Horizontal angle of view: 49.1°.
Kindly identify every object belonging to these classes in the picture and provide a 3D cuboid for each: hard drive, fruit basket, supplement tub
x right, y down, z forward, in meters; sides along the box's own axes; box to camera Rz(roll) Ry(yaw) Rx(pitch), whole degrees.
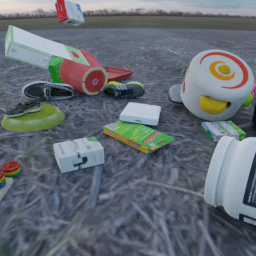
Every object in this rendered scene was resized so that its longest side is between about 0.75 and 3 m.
[{"bbox_3d":[0.515,-0.554,10.519,1.329,0.255,2.014,8,18,7],"label":"hard drive"},{"bbox_3d":[-3.643,-3.271,15.500,1.087,1.508,1.508,18,30,35],"label":"fruit basket"},{"bbox_3d":[2.915,1.145,5.430,2.430,1.705,1.705,15,28,29],"label":"supplement tub"}]

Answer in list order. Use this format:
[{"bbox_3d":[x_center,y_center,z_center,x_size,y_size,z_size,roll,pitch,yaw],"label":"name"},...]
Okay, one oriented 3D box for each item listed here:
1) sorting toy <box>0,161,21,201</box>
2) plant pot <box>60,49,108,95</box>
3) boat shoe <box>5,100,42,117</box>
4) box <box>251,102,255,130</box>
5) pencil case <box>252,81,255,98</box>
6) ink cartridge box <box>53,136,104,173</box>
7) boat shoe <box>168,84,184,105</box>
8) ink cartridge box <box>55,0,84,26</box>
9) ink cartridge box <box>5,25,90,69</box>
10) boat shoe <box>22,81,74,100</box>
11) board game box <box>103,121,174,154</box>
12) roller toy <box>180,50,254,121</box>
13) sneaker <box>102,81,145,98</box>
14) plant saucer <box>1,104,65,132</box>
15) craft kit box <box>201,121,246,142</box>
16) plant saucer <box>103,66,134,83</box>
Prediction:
[{"bbox_3d":[-3.535,1.447,6.289,1.309,0.459,2.715,1,25,2],"label":"sorting toy"},{"bbox_3d":[-2.043,-2.572,13.601,2.006,2.006,1.775,-18,40,-34],"label":"plant pot"},{"bbox_3d":[-3.867,-0.752,10.299,1.335,0.439,0.477,-17,30,-31],"label":"boat shoe"},{"bbox_3d":[5.501,-0.249,9.117,1.908,1.185,1.923,-7,25,-15],"label":"box"},{"bbox_3d":[6.800,-1.774,12.777,1.983,0.929,0.900,3,14,3],"label":"pencil case"},{"bbox_3d":[-1.380,0.714,7.827,1.222,0.508,0.896,-10,26,-21],"label":"ink cartridge box"},{"bbox_3d":[3.130,-1.419,12.023,2.882,0.989,0.816,4,-8,-3],"label":"boat shoe"},{"bbox_3d":[-1.491,-2.845,6.899,0.274,0.474,0.816,-15,0,35],"label":"ink cartridge box"},{"bbox_3d":[-2.661,-2.475,9.170,2.461,0.590,1.791,14,25,-31],"label":"ink cartridge box"},{"bbox_3d":[-3.587,-1.684,12.702,2.303,0.830,0.817,-6,21,-18],"label":"boat shoe"},{"bbox_3d":[0.318,0.234,9.129,1.084,0.340,2.269,-21,29,-38],"label":"board game box"},{"bbox_3d":[3.254,-1.626,10.407,2.598,1.815,2.370,-24,63,-21],"label":"roller toy"},{"bbox_3d":[-0.231,-1.664,12.946,2.105,0.778,0.852,3,30,25],"label":"sneaker"},{"bbox_3d":[-3.608,-0.484,10.661,2.313,0.359,2.313,1,24,0],"label":"plant saucer"},{"bbox_3d":[3.222,0.088,9.539,1.111,0.273,1.125,-5,25,-5],"label":"craft kit box"},{"bbox_3d":[-1.134,-3.092,16.345,2.180,0.401,2.184,18,31,34],"label":"plant saucer"}]
